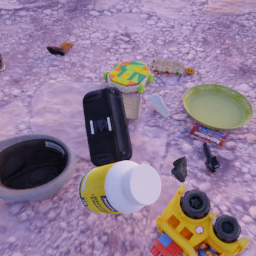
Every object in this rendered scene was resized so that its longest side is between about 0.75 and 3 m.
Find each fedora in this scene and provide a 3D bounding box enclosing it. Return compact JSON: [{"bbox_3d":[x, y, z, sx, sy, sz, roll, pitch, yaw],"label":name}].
[{"bbox_3d":[-2.918,1.349,8.431,2.707,1.222,2.394,-16,50,-24],"label":"fedora"}]

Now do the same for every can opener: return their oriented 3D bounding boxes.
[{"bbox_3d":[2.750,0.984,9.403,0.484,0.390,1.231,-23,34,15],"label":"can opener"}]

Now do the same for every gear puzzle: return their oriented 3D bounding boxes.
[{"bbox_3d":[2.104,-2.756,13.037,2.044,0.268,1.059,8,45,4],"label":"gear puzzle"}]

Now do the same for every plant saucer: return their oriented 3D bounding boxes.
[{"bbox_3d":[3.462,-0.793,10.978,2.690,0.418,2.690,2,45,-2],"label":"plant saucer"}]

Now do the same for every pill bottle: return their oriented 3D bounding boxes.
[{"bbox_3d":[-0.251,1.554,7.274,1.294,2.309,1.294,11,70,-33],"label":"pill bottle"}]

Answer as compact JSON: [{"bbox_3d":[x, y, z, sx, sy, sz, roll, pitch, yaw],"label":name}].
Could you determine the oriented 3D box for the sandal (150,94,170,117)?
[{"bbox_3d":[1.250,-0.861,11.209,0.485,0.293,1.191,-27,64,-5],"label":"sandal"}]

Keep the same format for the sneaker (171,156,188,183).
[{"bbox_3d":[1.118,0.876,5.907,0.293,0.350,0.770,-27,12,31],"label":"sneaker"}]

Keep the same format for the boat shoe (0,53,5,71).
[{"bbox_3d":[-6.224,-3.222,13.281,0.547,0.484,1.493,-21,50,-18],"label":"boat shoe"}]

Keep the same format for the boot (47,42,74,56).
[{"bbox_3d":[-3.444,-4.160,14.254,1.038,0.378,1.103,11,47,11],"label":"boot"}]

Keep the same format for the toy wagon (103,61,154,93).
[{"bbox_3d":[0.172,-2.448,12.506,1.930,0.492,2.488,23,50,20],"label":"toy wagon"}]

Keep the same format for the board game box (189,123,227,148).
[{"bbox_3d":[2.924,0.268,10.228,1.228,0.119,0.632,23,52,21],"label":"board game box"}]

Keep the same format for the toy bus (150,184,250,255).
[{"bbox_3d":[1.632,2.803,7.082,2.084,1.414,2.000,38,70,27],"label":"toy bus"}]

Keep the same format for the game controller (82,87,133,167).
[{"bbox_3d":[-0.725,-0.078,9.365,1.412,0.570,2.707,-13,73,10],"label":"game controller"}]

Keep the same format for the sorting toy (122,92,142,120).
[{"bbox_3d":[-0.239,-1.050,11.407,1.577,0.283,2.117,6,40,4],"label":"sorting toy"}]
